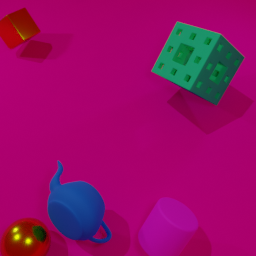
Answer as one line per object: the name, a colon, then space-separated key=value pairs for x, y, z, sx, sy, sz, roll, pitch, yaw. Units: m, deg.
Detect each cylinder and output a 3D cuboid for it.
cylinder: x=0.710 y=1.813 z=5.017 sx=0.808 sy=0.808 sz=0.808 roll=24 pitch=20 yaw=-9

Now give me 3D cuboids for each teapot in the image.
teapot: x=-0.904 y=1.371 z=5.029 sx=1.724 sy=1.072 sz=0.844 roll=51 pitch=42 yaw=2

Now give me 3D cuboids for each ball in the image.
ball: x=-1.826 y=2.051 z=5.014 sx=0.861 sy=0.861 sz=0.861 roll=0 pitch=54 yaw=0

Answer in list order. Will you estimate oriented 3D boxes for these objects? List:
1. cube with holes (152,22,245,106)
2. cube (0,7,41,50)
cube with holes: x=1.673 y=-1.532 z=6.754 sx=1.299 sy=1.299 sz=1.299 roll=38 pitch=105 yaw=43
cube: x=-3.259 y=-2.920 z=8.267 sx=0.789 sy=0.789 sz=0.789 roll=-14 pitch=28 yaw=37
